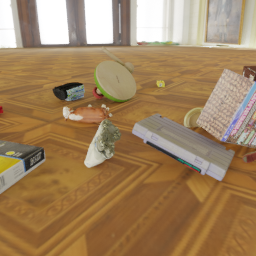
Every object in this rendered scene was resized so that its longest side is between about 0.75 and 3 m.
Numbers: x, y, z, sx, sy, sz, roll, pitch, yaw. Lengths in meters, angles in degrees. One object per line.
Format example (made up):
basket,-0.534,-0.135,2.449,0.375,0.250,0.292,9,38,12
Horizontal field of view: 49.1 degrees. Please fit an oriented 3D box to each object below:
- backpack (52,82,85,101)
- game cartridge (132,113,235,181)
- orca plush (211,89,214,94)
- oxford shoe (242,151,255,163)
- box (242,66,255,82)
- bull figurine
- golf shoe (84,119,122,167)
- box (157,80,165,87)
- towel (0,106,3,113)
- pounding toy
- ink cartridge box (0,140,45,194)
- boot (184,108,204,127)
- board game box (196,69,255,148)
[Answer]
backpack,-2.811,-1.821,13.874,1.130,1.065,1.385,13,43,45
game cartridge,1.494,0.420,7.477,2.513,0.482,1.629,28,28,20
orca plush,5.562,-1.891,13.873,2.726,0.969,1.434,19,28,40
oxford shoe,3.540,0.720,7.612,0.818,0.288,0.306,-13,10,26
box,5.974,-1.469,11.444,2.292,1.882,1.901,4,21,10
bull figurine,-1.556,-0.559,10.839,1.900,0.619,1.154,9,23,21
golf shoe,-0.776,0.404,7.916,0.931,0.750,1.915,-41,10,22
box,1.987,-2.714,17.074,0.387,0.258,1.030,0,21,1
towel,-6.642,-0.558,11.335,2.549,0.287,1.843,5,23,18
pounding toy,-0.867,-2.337,14.289,2.281,1.371,2.955,23,51,-24
ink cartridge box,-3.791,0.955,6.965,2.448,0.575,2.420,8,22,16
boot,3.082,-0.245,9.929,1.901,0.685,1.470,-10,23,-32
board game box,3.302,-0.463,7.870,2.118,1.688,1.026,12,22,-35
